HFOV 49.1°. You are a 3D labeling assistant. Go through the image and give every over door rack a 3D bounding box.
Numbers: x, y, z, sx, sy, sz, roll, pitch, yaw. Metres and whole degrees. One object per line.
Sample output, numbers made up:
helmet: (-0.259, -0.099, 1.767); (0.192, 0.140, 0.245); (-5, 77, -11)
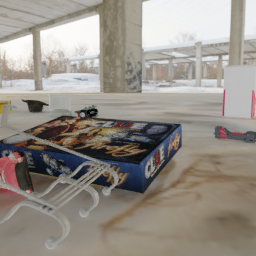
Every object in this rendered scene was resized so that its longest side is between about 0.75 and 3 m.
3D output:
over door rack: (-0.953, 0.363, 2.556); (1.522, 0.507, 1.125); (30, 16, 11)

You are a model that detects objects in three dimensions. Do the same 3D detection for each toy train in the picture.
toy train: (-1.387, -0.463, 9.215); (0.629, 0.470, 1.104); (-10, 7, 19)

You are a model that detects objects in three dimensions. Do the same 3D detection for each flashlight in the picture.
flashlight: (2.216, 0.123, 5.787); (0.815, 0.276, 0.277); (5, 12, 36)

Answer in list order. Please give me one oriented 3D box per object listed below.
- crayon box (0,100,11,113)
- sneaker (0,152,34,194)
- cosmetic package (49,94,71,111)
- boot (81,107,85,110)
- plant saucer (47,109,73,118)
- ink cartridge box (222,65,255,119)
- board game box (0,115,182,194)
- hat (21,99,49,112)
crayon box: (-5.576, -0.887, 11.734); (1.162, 0.477, 1.848); (-3, 9, -19)
sneaker: (-1.327, 0.536, 3.027); (0.466, 0.396, 1.075); (-15, 8, -27)
cosmetic package: (-3.075, -1.151, 12.601); (0.885, 0.740, 0.736); (-3, 9, -19)
boot: (-1.608, -0.623, 10.881); (0.374, 0.301, 0.827); (18, 8, -1)
plant saucer: (-2.444, -0.553, 10.287); (1.032, 0.259, 1.032); (0, 8, 0)
ink cartridge box: (4.297, -1.363, 10.433); (1.046, 1.795, 2.480); (5, 10, 29)
board game box: (-0.502, 0.233, 3.961); (2.185, 0.378, 1.481); (4, 19, 26)
hat: (-3.921, -0.879, 11.745); (1.170, 0.472, 1.170); (8, -4, 1)
